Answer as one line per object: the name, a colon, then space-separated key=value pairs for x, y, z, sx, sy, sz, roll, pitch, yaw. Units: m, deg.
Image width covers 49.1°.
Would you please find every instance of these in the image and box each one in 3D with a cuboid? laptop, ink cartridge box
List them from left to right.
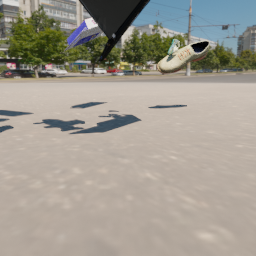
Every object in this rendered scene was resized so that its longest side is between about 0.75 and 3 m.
ink cartridge box: x=-1.432 y=-3.521 z=10.168 sx=1.113 sy=0.436 sz=2.351 roll=-31 pitch=12 yaw=37
laptop: x=-0.211 y=-2.747 z=5.386 sx=1.272 sy=2.184 sz=2.464 roll=38 pitch=-8 yaw=-10

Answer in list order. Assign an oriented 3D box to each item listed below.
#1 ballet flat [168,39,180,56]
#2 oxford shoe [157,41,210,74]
ballet flat: x=1.675 y=-2.895 z=10.071 sx=0.332 sy=0.332 sz=0.893 roll=5 pitch=54 yaw=26
oxford shoe: x=2.011 y=-2.661 z=10.202 sx=2.104 sy=0.745 sz=0.777 roll=-29 pitch=-12 yaw=-10
